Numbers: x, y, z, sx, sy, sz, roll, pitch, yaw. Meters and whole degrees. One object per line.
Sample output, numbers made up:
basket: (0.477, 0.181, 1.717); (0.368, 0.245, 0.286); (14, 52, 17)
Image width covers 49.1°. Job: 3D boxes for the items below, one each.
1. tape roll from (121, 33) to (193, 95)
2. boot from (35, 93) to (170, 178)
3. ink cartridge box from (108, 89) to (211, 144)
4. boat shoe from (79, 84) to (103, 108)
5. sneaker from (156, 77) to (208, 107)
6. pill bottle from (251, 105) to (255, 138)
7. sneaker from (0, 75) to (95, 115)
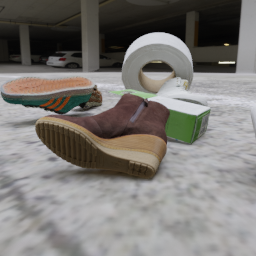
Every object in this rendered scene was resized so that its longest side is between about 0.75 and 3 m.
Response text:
tape roll: (1.021, -1.966, 9.697); (2.453, 2.453, 0.858); (2, 41, 6)
boot: (-0.309, -0.071, 4.843); (2.079, 0.752, 1.729); (19, 39, 0)
ink cartridge box: (0.709, -0.366, 6.814); (2.282, 0.677, 1.185); (17, 19, 26)
boat shoe: (-1.438, -1.352, 10.843); (0.907, 0.860, 2.394); (19, 14, 3)
sneaker: (1.642, -1.074, 8.528); (2.126, 0.783, 1.229); (7, 56, 50)
pill bottle: (2.896, 0.009, 3.788); (2.134, 1.166, 1.166); (-12, 8, 23)
sneaker: (-2.366, -0.876, 8.525); (2.865, 1.145, 1.023); (-9, 45, -37)
